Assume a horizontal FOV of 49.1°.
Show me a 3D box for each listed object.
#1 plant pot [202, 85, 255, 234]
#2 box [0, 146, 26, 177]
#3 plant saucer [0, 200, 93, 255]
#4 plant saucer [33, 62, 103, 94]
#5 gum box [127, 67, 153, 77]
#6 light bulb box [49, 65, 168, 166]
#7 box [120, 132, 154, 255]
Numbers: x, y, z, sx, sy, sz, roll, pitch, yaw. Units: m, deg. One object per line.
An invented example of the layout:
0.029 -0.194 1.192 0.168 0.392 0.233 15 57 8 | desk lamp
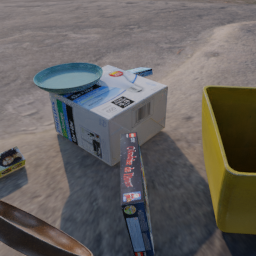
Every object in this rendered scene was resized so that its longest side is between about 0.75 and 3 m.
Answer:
2.604 0.738 5.309 2.387 2.105 2.387 2 39 3 | plant pot
-3.141 0.926 6.683 1.263 0.317 0.475 -30 70 -35 | box
-1.292 1.418 3.769 1.744 1.744 0.280 18 70 26 | plant saucer
-1.616 -1.374 7.713 1.886 0.258 1.886 -3 32 2 | plant saucer
0.282 -2.207 11.351 1.017 0.267 1.197 -18 21 -18 | gum box
-0.528 -0.515 7.951 2.388 1.490 2.367 26 43 33 | light bulb box
0.149 1.181 5.411 0.377 1.364 1.998 -10 31 4 | box
